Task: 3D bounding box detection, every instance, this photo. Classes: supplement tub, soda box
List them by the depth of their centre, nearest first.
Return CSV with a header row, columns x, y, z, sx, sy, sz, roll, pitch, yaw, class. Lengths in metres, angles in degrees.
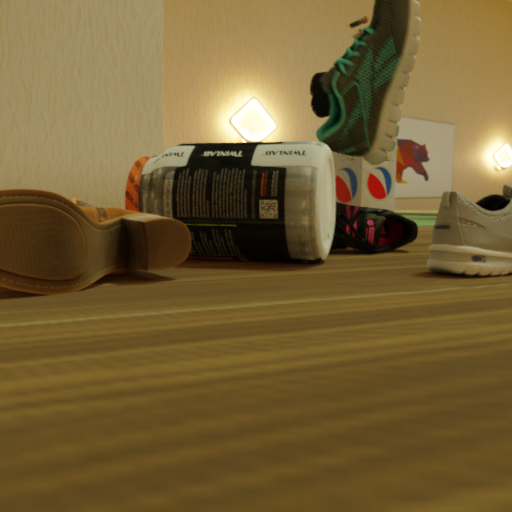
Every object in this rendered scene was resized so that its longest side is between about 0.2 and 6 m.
x,y,z,sx,sy,sz,roll,pitch,yaw,class
-0.320,-0.746,7.758,2.684,1.645,1.645,2,6,15,supplement tub
2.600,-2.289,13.580,1.127,3.539,1.205,-3,7,-30,soda box

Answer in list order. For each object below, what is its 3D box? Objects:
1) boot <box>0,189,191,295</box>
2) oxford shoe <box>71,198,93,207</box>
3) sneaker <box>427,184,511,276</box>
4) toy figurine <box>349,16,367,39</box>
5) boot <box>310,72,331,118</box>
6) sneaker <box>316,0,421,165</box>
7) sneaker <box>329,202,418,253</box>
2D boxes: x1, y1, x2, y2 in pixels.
x,y,z,sx,sy,sz,roll,pitch,yaw,class
-2.161,-0.205,5.869,2.478,0.950,1.924,-8,8,-43,boot
-3.806,-0.749,12.589,0.897,0.877,2.461,8,11,-17,oxford shoe
3.138,-0.334,6.650,2.521,1.033,0.942,-4,7,-32,sneaker
2.074,-4.263,10.804,0.387,0.557,0.548,-17,-29,14,toy figurine
1.901,-3.068,11.846,0.700,1.833,1.540,-23,16,-32,boot
1.787,-3.070,9.353,1.414,3.099,1.202,3,21,-10,sneaker
1.529,-0.477,8.926,2.337,0.897,0.979,-3,2,-19,sneaker
